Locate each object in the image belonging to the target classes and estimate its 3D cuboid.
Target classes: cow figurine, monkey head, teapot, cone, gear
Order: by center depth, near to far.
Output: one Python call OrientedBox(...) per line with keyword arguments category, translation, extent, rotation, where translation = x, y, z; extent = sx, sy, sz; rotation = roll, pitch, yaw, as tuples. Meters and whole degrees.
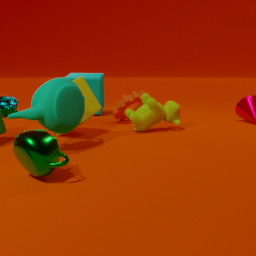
OrientedBox(category="teapot", translation=(-1.368, 0.327, 4.304), extent=(1.222, 0.760, 0.599), rotation=(21, 45, 32))
OrientedBox(category="teapot", translation=(-1.485, -0.433, 5.603), extent=(0.875, 1.111, 1.787), rotation=(5, 20, 32))
OrientedBox(category="cow figurine", translation=(0.770, -0.318, 7.793), extent=(1.377, 1.355, 0.756), rotation=(-42, 32, 1))
OrientedBox(category="cone", translation=(4.033, -0.397, 8.984), extent=(0.948, 0.948, 0.952), rotation=(1, 38, 5))
OrientedBox(category="gear", translation=(0.125, -0.709, 9.066), extent=(1.309, 0.242, 1.309), rotation=(-22, -23, -10))
OrientedBox(category="monkey head", translation=(-4.485, -0.740, 10.449), extent=(1.232, 0.742, 0.886), rotation=(5, -18, -4))

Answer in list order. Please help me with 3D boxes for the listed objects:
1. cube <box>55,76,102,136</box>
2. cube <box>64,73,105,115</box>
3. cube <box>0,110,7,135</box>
OrientedBox(category="cube", translation=(-1.496, -0.563, 7.198), extent=(0.995, 0.995, 0.995), rotation=(-24, 14, 34))
OrientedBox(category="cube", translation=(-1.657, -1.348, 10.855), extent=(1.373, 1.373, 1.373), rotation=(0, 19, 1))
OrientedBox(category="cube", translation=(-3.555, -0.244, 5.958), extent=(1.164, 1.164, 1.164), rotation=(-11, 9, 10))
